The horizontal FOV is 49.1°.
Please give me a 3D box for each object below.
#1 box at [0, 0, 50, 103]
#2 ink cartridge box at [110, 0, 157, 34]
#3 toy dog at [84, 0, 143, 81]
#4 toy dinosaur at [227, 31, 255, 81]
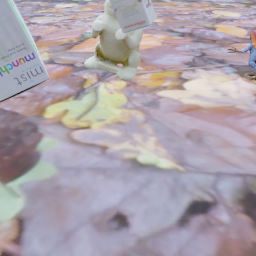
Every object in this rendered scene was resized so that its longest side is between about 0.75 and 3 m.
[{"bbox_3d":[-2.810,-2.158,5.332,1.319,2.407,2.728,-28,41,-7],"label":"box"},{"bbox_3d":[0.064,-2.148,4.866,0.596,0.824,0.349,-3,33,35],"label":"ink cartridge box"},{"bbox_3d":[-0.093,-2.695,7.619,1.518,2.176,2.110,27,42,20],"label":"toy dog"},{"bbox_3d":[3.246,-1.836,6.937,0.741,1.281,1.411,13,-4,-34],"label":"toy dinosaur"}]
